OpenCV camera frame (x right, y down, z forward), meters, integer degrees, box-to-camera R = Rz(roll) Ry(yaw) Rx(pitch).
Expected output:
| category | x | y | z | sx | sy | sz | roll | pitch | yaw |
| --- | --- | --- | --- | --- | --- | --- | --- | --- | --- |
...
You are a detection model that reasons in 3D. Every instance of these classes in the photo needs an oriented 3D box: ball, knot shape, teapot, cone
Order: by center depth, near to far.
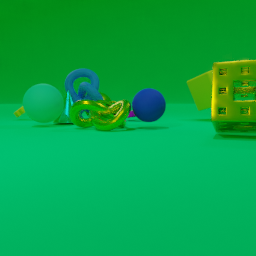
| category | x | y | z | sx | sy | sz | roll | pitch | yaw |
| --- | --- | --- | --- | --- | --- | --- | --- | --- | --- |
| ball | 0.604 | -0.653 | 8.113 | 0.981 | 0.981 | 0.981 | 0 | 5 | 0 |
| knot shape | -0.650 | -0.411 | 8.204 | 1.818 | 0.840 | 1.701 | 3 | 6 | 20 |
| ball | -2.652 | -0.772 | 8.808 | 1.229 | 1.229 | 1.229 | 0 | 5 | 0 |
| cone | -2.095 | -0.762 | 9.929 | 1.149 | 1.153 | 1.149 | -2 | 2 | 0 |
| knot shape | -1.764 | -1.095 | 10.838 | 0.968 | 1.960 | 2.094 | 0 | 46 | -46 |
| teapot | -1.345 | -0.831 | 11.680 | 1.990 | 1.237 | 0.974 | -10 | 34 | 11 |

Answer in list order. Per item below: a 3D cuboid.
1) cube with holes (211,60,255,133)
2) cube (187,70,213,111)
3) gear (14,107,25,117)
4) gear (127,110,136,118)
| category | x | y | z | sx | sy | sz | roll | pitch | yaw |
| --- | --- | --- | --- | --- | --- | --- | --- | --- | --- |
| cube with holes | 2.565 | -0.627 | 6.165 | 1.272 | 1.272 | 1.272 | 1 | -11 | 22 |
| cube | 3.401 | -1.595 | 11.067 | 1.309 | 1.309 | 1.309 | -24 | 3 | -26 |
| gear | -4.343 | -0.935 | 12.147 | 1.265 | 0.234 | 1.265 | -32 | 17 | 11 |
| gear | 0.543 | -0.646 | 11.517 | 1.290 | 0.239 | 1.290 | -11 | 0 | 0 |
